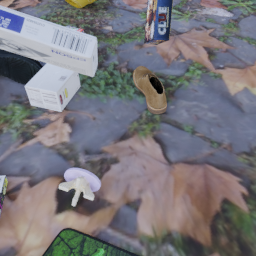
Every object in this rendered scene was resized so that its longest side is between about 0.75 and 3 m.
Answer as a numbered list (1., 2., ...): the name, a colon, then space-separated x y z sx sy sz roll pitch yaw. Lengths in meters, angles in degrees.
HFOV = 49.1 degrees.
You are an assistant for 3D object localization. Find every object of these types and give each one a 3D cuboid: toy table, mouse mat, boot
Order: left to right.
1. boot: -4.015 -2.759 10.687 2.824 1.045 2.314 13 40 11
2. mouse mat: -0.948 3.044 4.907 2.129 0.100 2.646 14 34 17
3. toy table: -1.151 1.370 6.624 0.922 0.847 0.540 8 28 10
4. boot: 0.771 -1.580 9.500 0.887 0.909 2.410 -12 45 -9

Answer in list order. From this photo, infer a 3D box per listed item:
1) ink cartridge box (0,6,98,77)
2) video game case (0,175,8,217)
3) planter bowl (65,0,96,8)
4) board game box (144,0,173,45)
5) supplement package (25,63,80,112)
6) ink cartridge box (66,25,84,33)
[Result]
1. ink cartridge box: -1.812 -1.746 6.154 2.324 2.328 0.473 17 87 -5
2. video game case: -3.686 1.779 6.511 1.495 0.268 1.355 -6 45 -6
3. planter bowl: -2.763 -6.957 14.650 2.199 2.199 0.916 29 94 26
4. board game box: 0.859 -3.646 7.644 0.439 2.535 1.717 3 12 -5
5. supplement package: -2.451 -1.396 9.347 1.153 0.821 1.481 12 47 13
6. ink cartridge box: -2.366 -4.147 12.491 1.388 0.350 0.756 22 49 22
